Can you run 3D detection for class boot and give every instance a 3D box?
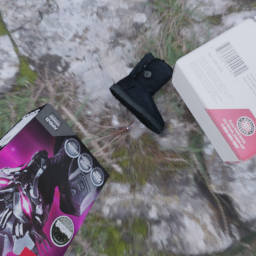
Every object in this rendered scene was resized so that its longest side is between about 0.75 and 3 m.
[{"bbox_3d":[0.634,-0.933,6.977,1.524,0.693,1.814,-42,69,-10],"label":"boot"}]

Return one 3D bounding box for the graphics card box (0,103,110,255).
[{"bbox_3d":[-1.533,1.153,4.014,1.763,0.715,2.810,54,41,-22],"label":"graphics card box"}]

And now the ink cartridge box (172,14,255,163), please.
[{"bbox_3d":[2.390,-0.876,4.843,2.653,1.125,1.933,-31,81,-1],"label":"ink cartridge box"}]
